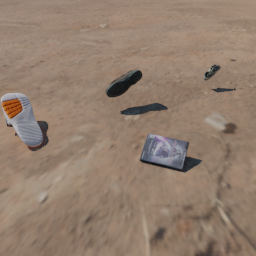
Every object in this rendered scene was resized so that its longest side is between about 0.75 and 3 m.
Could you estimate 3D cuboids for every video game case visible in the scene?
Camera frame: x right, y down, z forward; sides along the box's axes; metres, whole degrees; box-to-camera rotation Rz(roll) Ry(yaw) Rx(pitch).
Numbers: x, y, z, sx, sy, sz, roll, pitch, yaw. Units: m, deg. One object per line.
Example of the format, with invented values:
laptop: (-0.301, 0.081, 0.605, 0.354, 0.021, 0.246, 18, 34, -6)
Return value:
video game case: (0.941, 0.601, 7.222, 1.113, 0.106, 0.795, 11, 62, 18)

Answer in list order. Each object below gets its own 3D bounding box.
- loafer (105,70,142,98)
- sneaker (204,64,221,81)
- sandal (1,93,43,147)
loafer: (-0.190, -1.540, 9.619, 1.480, 0.532, 0.465, -34, 38, -15)
sneaker: (3.267, -2.167, 10.971, 0.836, 0.361, 0.324, -37, 70, -12)
sandal: (-3.205, -0.166, 8.318, 0.851, 0.637, 2.221, -7, 51, -37)
